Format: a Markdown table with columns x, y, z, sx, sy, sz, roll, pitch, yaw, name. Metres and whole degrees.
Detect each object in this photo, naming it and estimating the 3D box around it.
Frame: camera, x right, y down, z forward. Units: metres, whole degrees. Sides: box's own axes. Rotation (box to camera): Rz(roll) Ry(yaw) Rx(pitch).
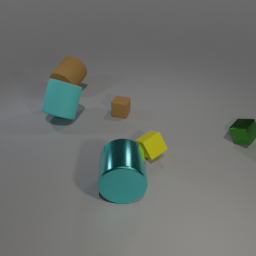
| x | y | z | sx | sy | sz | roll | pitch | yaw | name |
| --- | --- | --- | --- | --- | --- | --- | --- | --- | --- |
| -2.977 | -2.640 | 14.060 | 1.400 | 1.400 | 1.400 | 13 | 54 | 20 | cylinder |
| -2.766 | -1.210 | 11.770 | 1.400 | 1.400 | 1.400 | 15 | 4 | -1 | cylinder |
| -0.158 | 1.260 | 8.361 | 1.400 | 1.400 | 1.400 | -1 | 32 | -1 | cylinder |
| -0.307 | -0.931 | 12.405 | 0.700 | 0.700 | 0.700 | 9 | 35 | 12 | cube |
| 4.334 | 0.122 | 10.458 | 0.700 | 0.700 | 0.700 | -39 | 24 | -28 | cube |
| 0.803 | 0.577 | 9.712 | 0.700 | 0.700 | 0.700 | -32 | 14 | -16 | cube |
